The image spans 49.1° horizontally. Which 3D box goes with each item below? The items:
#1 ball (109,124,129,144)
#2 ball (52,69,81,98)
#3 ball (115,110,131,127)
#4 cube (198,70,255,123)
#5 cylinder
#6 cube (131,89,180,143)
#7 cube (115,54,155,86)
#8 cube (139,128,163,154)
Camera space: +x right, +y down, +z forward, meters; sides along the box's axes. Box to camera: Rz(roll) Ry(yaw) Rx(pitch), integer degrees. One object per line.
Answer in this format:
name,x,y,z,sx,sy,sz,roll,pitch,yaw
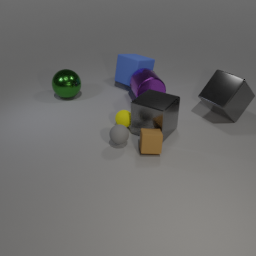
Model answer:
ball,-0.308,0.225,9.919,0.700,0.700,0.700,0,31,0
ball,-2.952,-2.125,13.480,1.400,1.400,1.400,0,31,0
ball,-0.159,-0.367,11.106,0.700,0.700,0.700,0,31,0
cube,4.083,-1.323,11.618,1.400,1.400,1.400,32,5,-44
cylinder,0.902,-1.922,13.124,1.400,1.400,1.400,-7,32,-11
cube,1.040,-0.496,10.780,1.400,1.400,1.400,18,36,28
cube,0.338,-3.002,14.535,1.400,1.400,1.400,26,28,34
cube,0.791,0.452,9.720,0.700,0.700,0.700,2,17,-3
